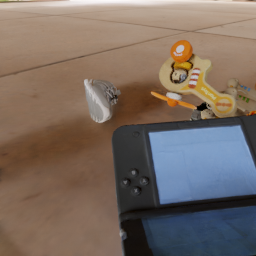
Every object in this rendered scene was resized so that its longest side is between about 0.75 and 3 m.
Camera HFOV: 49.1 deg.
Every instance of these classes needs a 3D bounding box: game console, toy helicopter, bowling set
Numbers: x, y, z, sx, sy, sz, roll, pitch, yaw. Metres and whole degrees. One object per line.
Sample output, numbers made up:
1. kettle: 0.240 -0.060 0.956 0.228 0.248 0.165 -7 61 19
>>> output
1. game console: 1.289 0.616 3.840 2.942 1.741 2.511 -4 60 -5
2. toy helicopter: 1.502 -0.904 6.442 2.187 1.446 0.863 48 9 35
3. bowling set: 2.679 -0.819 6.884 1.084 1.406 2.019 31 32 6

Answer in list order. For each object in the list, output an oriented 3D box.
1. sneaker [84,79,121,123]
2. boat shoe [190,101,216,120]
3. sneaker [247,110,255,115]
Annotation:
1. sneaker: -0.648 -0.929 7.682 0.979 0.892 2.388 -10 29 -8
2. boat shoe: 2.126 -0.491 7.473 0.478 0.403 1.340 24 36 32
3. sneaker: 2.620 0.021 5.865 1.789 0.691 0.700 -35 26 -15
